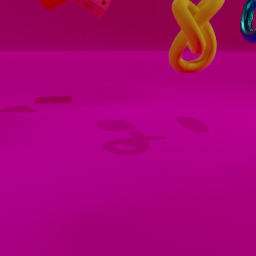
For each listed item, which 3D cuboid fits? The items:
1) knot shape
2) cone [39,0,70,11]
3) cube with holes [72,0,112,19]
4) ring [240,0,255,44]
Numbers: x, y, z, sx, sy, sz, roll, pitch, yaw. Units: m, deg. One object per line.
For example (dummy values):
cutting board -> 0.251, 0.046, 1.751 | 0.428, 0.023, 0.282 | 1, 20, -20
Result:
knot shape -> 1.416, -2.063, 5.688 | 0.782, 1.583, 1.692 | 19, -19, 25
cone -> -1.792, -4.020, 8.164 | 1.201, 1.197, 1.197 | 14, 21, 23
cube with holes -> -1.140, -4.870, 9.944 | 1.190, 1.190, 1.190 | 28, 0, -19
ring -> 3.286, -2.914, 6.862 | 0.329, 1.643, 1.643 | 9, 16, -9
